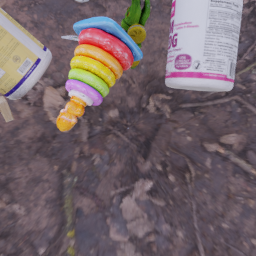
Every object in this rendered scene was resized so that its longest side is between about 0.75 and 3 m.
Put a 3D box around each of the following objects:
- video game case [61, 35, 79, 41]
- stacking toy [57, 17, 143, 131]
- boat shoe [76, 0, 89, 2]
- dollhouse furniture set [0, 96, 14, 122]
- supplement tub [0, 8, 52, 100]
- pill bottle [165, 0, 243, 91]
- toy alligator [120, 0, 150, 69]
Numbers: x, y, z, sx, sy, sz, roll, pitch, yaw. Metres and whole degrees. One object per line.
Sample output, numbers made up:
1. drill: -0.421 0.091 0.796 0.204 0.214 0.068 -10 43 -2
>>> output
1. video game case: -1.561 -2.735 8.538 0.751 0.068 0.538 15 25 23
2. stacking toy: -0.822 -0.981 5.934 1.394 1.318 2.401 13 72 42
3. boat shoe: -1.749 -3.755 7.279 0.665 0.749 2.035 -31 52 -27
4. dollhouse furniture set: -3.329 -0.339 5.874 1.500 0.777 0.664 -24 28 -23
5. supplement tub: -3.238 -1.961 6.832 2.294 1.668 1.668 40 62 -29
6. pill bottle: 1.859 -2.429 6.870 1.666 1.666 2.939 5 95 3
7. toy alligator: 0.119 -2.613 6.970 0.670 2.787 0.924 4 49 -9
